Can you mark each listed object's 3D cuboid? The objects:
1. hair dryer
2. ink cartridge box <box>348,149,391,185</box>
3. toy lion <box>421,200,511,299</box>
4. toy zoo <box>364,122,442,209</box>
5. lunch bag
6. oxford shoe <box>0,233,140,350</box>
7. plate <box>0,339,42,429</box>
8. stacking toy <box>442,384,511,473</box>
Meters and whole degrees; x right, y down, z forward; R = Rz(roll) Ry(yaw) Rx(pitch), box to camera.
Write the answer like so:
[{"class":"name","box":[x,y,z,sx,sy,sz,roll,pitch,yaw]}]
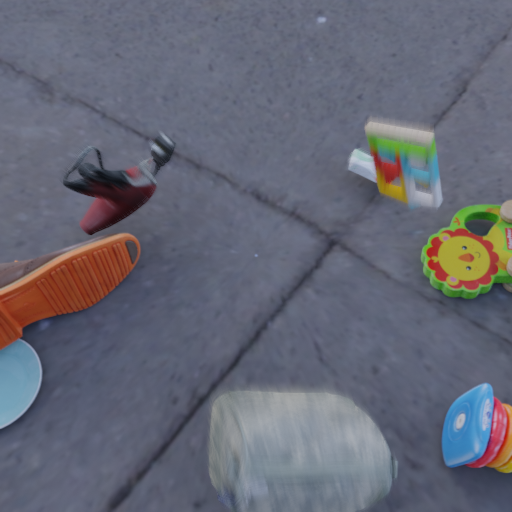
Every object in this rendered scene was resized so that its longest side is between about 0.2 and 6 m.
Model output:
[{"class":"hair dryer","box":[-2.264,-1.060,8.494,1.689,2.217,0.602,-18,67,-35]},{"class":"ink cartridge box","box":[2.026,-1.515,9.762,0.814,0.204,0.655,24,32,0]},{"class":"toy lion","box":[3.538,-0.098,9.088,1.649,0.591,1.721,3,58,11]},{"class":"toy zoo","box":[1.901,-1.077,7.131,0.876,1.335,0.137,22,63,36]},{"class":"lunch bag","box":[0.418,2.229,6.293,1.857,1.558,1.294,6,80,-15]},{"class":"oxford shoe","box":[-3.302,0.322,8.477,3.136,1.118,1.143,-27,48,-23]},{"class":"plate","box":[-3.792,1.843,8.034,1.454,0.186,1.454,0,57,0]},{"class":"stacking toy","box":[3.464,2.514,7.314,1.778,0.976,1.032,24,58,1]}]
